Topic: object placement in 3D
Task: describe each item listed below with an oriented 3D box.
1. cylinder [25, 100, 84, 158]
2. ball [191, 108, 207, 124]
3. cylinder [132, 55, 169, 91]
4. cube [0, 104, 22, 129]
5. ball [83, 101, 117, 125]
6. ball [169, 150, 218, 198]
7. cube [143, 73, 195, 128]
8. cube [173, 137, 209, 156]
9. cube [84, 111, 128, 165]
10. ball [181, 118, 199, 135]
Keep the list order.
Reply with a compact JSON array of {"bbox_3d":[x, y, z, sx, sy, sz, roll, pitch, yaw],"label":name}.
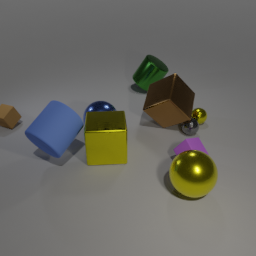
[{"bbox_3d":[-2.432,0.044,9.340,1.400,1.400,1.400,20,63,29],"label":"cylinder"},{"bbox_3d":[3.019,-0.514,11.945,0.700,0.700,0.700,0,31,0],"label":"ball"},{"bbox_3d":[1.169,-2.859,14.661,1.400,1.400,1.400,27,32,-18],"label":"cylinder"},{"bbox_3d":[-5.047,-0.487,11.673,0.700,0.700,0.700,12,57,25],"label":"cube"},{"bbox_3d":[-1.075,-0.383,11.095,1.400,1.400,1.400,0,31,0],"label":"ball"},{"bbox_3d":[1.921,1.338,8.261,1.400,1.400,1.400,0,31,0],"label":"ball"},{"bbox_3d":[1.666,-1.063,11.274,1.400,1.400,1.400,-18,45,43],"label":"cube"},{"bbox_3d":[2.112,0.806,9.423,0.700,0.700,0.700,-3,58,-39],"label":"cube"},{"bbox_3d":[-0.761,0.329,9.890,1.400,1.400,1.400,-2,32,-4],"label":"cube"},{"bbox_3d":[2.494,-0.067,11.225,0.700,0.700,0.700,0,31,0],"label":"ball"}]
